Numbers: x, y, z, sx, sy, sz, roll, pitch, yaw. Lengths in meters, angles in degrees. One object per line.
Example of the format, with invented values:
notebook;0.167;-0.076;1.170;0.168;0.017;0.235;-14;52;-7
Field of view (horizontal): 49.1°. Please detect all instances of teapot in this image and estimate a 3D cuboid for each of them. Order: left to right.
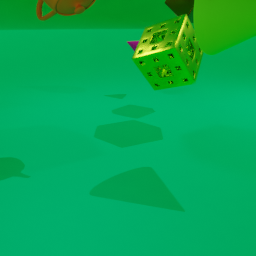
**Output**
teapot;-0.976;-2.506;5.008;1.807;0.885;1.123;-24;-3;22

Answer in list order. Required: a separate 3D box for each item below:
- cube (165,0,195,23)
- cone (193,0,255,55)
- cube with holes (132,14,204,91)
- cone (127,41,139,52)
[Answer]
cube;1.998;-4.061;8.880;1.004;1.004;1.004;-18;63;-45
cone;2.049;-1.832;4.286;1.502;1.497;1.497;18;28;40
cube with holes;1.102;-1.956;7.467;1.253;1.253;1.253;-4;53;38
cone;0.365;-3.297;11.314;0.924;0.921;0.921;25;25;3
